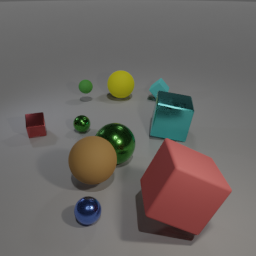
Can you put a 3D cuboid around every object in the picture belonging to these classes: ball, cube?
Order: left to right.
[{"bbox_3d":[-3.650,-0.115,11.107,0.700,0.700,0.700,-8,55,-15],"label":"cube"},{"bbox_3d":[-1.882,-0.177,11.426,0.700,0.700,0.700,0,28,0],"label":"ball"},{"bbox_3d":[-2.109,-2.061,13.951,0.700,0.700,0.700,0,28,0],"label":"ball"},{"bbox_3d":[-1.030,2.112,7.187,0.700,0.700,0.700,0,28,0],"label":"ball"},{"bbox_3d":[-1.025,0.932,8.156,1.400,1.400,1.400,0,28,0],"label":"ball"},{"bbox_3d":[-0.445,0.524,9.422,1.400,1.400,1.400,0,28,0],"label":"ball"},{"bbox_3d":[-0.366,-2.246,14.420,1.400,1.400,1.400,0,28,0],"label":"ball"},{"bbox_3d":[1.603,-1.994,14.317,0.700,0.700,0.700,-35,14,29],"label":"cube"},{"bbox_3d":[1.718,-0.492,11.091,1.400,1.400,1.400,11,29,2],"label":"cube"},{"bbox_3d":[1.259,1.344,6.603,1.400,1.400,1.400,24,21,-13],"label":"cube"}]
